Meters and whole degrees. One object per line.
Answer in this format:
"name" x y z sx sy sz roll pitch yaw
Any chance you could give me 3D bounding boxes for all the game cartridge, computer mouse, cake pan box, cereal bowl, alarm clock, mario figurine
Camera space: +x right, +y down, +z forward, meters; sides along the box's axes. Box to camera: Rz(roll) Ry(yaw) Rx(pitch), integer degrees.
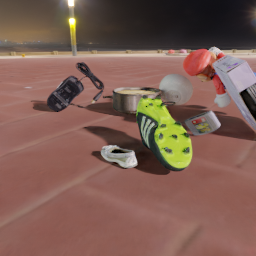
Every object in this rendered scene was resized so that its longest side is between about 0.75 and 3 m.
"game cartridge" 2.103 -0.103 7.888 0.888 0.591 0.182 -23 24 44
"computer mouse" -1.991 -1.360 10.938 1.535 2.186 0.503 40 7 -23
"cake pan box" 3.502 -1.005 8.377 0.656 2.311 2.509 -34 9 17
"cereal bowl" 1.872 -1.441 11.245 1.393 1.393 0.580 7 45 22
"alarm clock" 0.551 -0.997 10.506 2.753 0.916 1.857 10 19 40
"mario figurine" 3.385 -1.878 10.309 2.907 1.541 1.795 26 36 7

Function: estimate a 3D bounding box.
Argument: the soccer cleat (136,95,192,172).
"soccer cleat" 0.775 0.218 6.727 0.916 1.099 2.712 2 34 -15

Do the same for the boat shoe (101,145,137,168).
"boat shoe" -0.224 0.575 6.399 0.428 0.372 1.160 -17 21 -32
